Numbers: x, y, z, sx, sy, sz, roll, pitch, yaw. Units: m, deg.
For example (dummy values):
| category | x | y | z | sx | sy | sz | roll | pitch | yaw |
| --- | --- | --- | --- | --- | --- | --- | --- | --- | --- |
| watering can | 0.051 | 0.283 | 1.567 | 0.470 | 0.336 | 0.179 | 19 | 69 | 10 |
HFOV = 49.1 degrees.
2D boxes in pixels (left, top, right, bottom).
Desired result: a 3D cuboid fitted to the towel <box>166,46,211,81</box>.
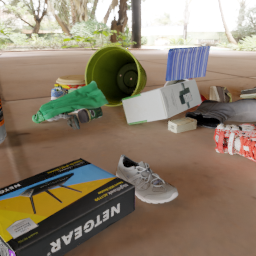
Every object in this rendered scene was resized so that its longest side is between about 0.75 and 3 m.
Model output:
| category | x | y | z | sx | sy | sz | roll | pitch | yaw |
| --- | --- | --- | --- | --- | --- | --- | --- | --- | --- |
| towel | 2.268 | -2.439 | 10.618 | 1.761 | 1.275 | 0.210 | -9 | 34 | -15 |

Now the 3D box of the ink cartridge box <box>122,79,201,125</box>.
| category | x | y | z | sx | sy | sz | roll | pitch | yaw |
| --- | --- | --- | --- | --- | --- | --- | --- | --- | --- |
| ink cartridge box | 1.320 | -1.001 | 10.561 | 1.839 | 1.042 | 2.509 | -10 | 8 | 43 |

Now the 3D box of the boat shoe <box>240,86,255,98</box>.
| category | x | y | z | sx | sy | sz | roll | pitch | yaw |
| --- | --- | --- | --- | --- | --- | --- | --- | --- | --- |
| boat shoe | 6.765 | -1.942 | 13.788 | 2.404 | 0.724 | 0.857 | -6 | -3 | 12 |

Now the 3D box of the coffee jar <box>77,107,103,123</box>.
| category | x | y | z | sx | sy | sz | roll | pitch | yaw |
| --- | --- | --- | --- | --- | --- | --- | --- | --- | --- |
| coffee jar | -1.457 | -0.542 | 10.742 | 0.445 | 0.544 | 1.043 | -11 | 10 | 35 |

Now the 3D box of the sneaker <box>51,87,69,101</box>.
| category | x | y | z | sx | sy | sz | roll | pitch | yaw |
| --- | --- | --- | --- | --- | --- | --- | --- | --- | --- |
| sneaker | -3.390 | -1.802 | 14.188 | 0.603 | 0.613 | 1.592 | 2 | 19 | 10 |

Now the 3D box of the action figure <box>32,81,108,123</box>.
| category | x | y | z | sx | sy | sz | roll | pitch | yaw |
| --- | --- | --- | --- | --- | --- | --- | --- | --- | --- |
| action figure | -2.326 | -0.837 | 10.809 | 2.797 | 0.765 | 1.652 | -22 | 43 | -16 |

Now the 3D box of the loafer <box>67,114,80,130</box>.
| category | x | y | z | sx | sy | sz | roll | pitch | yaw |
| --- | --- | --- | --- | --- | --- | --- | --- | --- | --- |
| loafer | -1.982 | -0.165 | 10.011 | 0.418 | 0.477 | 1.328 | -23 | 16 | -5 |

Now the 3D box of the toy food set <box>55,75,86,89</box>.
| category | x | y | z | sx | sy | sz | roll | pitch | yaw |
| --- | --- | --- | --- | --- | --- | --- | --- | --- | --- |
| toy food set | -3.113 | -2.797 | 16.979 | 2.446 | 0.601 | 2.471 | 12 | 23 | 31 |

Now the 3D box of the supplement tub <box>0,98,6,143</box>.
| category | x | y | z | sx | sy | sz | roll | pitch | yaw |
| --- | --- | --- | --- | --- | --- | --- | --- | --- | --- |
| supplement tub | -4.626 | -0.759 | 8.302 | 1.595 | 2.604 | 1.595 | -1 | 20 | 0 |

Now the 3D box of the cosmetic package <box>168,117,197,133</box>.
| category | x | y | z | sx | sy | sz | roll | pitch | yaw |
| --- | --- | --- | --- | --- | --- | --- | --- | --- | --- |
| cosmetic package | 1.916 | -0.108 | 9.862 | 0.921 | 0.336 | 0.477 | -13 | 23 | -30 |

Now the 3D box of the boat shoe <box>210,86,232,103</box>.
| category | x | y | z | sx | sy | sz | roll | pitch | yaw |
| --- | --- | --- | --- | --- | --- | --- | --- | --- | --- |
| boat shoe | 4.160 | -1.377 | 12.488 | 0.836 | 1.009 | 2.809 | 2 | 14 | 11 |

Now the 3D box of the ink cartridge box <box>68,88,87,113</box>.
| category | x | y | z | sx | sy | sz | roll | pitch | yaw |
| --- | --- | --- | --- | --- | --- | --- | --- | --- | --- |
| ink cartridge box | -2.090 | -1.154 | 11.834 | 0.710 | 0.977 | 0.428 | 4 | 18 | 11 |

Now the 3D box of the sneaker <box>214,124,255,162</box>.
| category | x | y | z | sx | sy | sz | roll | pitch | yaw |
| --- | --- | --- | --- | --- | --- | --- | --- | --- | --- |
| sneaker | 3.121 | 0.535 | 7.242 | 1.476 | 0.919 | 2.754 | 0 | 16 | 2 |

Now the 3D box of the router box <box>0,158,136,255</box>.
| category | x | y | z | sx | sy | sz | roll | pitch | yaw |
| --- | --- | --- | --- | --- | --- | --- | --- | --- | --- |
| router box | -1.294 | 1.419 | 5.160 | 1.777 | 0.608 | 2.383 | 18 | 27 | 41 |

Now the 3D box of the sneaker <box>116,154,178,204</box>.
| category | x | y | z | sx | sy | sz | roll | pitch | yaw |
| --- | --- | --- | --- | --- | --- | --- | --- | --- | --- |
| sneaker | 0.325 | 1.074 | 6.027 | 1.662 | 0.682 | 0.621 | 17 | 26 | 39 |

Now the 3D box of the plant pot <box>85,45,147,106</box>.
| category | x | y | z | sx | sy | sz | roll | pitch | yaw |
| --- | --- | --- | --- | --- | --- | --- | --- | --- | --- |
| plant pot | -0.280 | -2.429 | 13.587 | 2.692 | 2.692 | 2.592 | 8 | 9 | 20 |

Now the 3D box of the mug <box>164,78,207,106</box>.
| category | x | y | z | sx | sy | sz | roll | pitch | yaw |
| --- | --- | --- | --- | --- | --- | --- | --- | --- | --- |
| mug | 2.621 | -1.544 | 12.951 | 1.428 | 1.900 | 2.141 | -37 | 1 | 23 |

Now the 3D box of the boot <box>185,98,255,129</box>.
| category | x | y | z | sx | sy | sz | roll | pitch | yaw |
| --- | --- | --- | --- | --- | --- | --- | --- | --- | --- |
| boot | 3.587 | -0.413 | 10.157 | 2.660 | 0.928 | 1.751 | 0 | 19 | 34 |

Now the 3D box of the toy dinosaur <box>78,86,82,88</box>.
| category | x | y | z | sx | sy | sz | roll | pitch | yaw |
| --- | --- | --- | --- | --- | --- | --- | --- | --- | --- |
| toy dinosaur | -2.232 | -1.540 | 12.960 | 1.094 | 0.589 | 2.481 | -36 | 0 | 3 |
